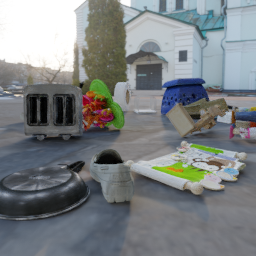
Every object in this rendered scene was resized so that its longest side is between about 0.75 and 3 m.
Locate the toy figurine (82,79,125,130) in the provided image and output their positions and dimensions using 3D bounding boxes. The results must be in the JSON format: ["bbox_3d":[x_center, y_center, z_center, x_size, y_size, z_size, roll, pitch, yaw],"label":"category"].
[{"bbox_3d":[-1.607,-0.445,9.418,2.125,1.733,2.308,-20,42,-29],"label":"toy figurine"}]

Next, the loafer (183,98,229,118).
[{"bbox_3d":[3.361,-0.926,12.675,2.378,0.802,0.904,1,-7,30],"label":"loafer"}]

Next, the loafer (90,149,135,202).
[{"bbox_3d":[-0.248,0.551,4.028,0.543,0.542,1.554,-3,8,-18],"label":"loafer"}]

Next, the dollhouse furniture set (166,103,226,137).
[{"bbox_3d":[2.186,-0.437,8.524,1.886,0.835,0.978,-10,-28,-49],"label":"dollhouse furniture set"}]

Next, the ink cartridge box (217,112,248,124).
[{"bbox_3d":[4.700,-0.357,11.158,1.420,0.499,1.747,-4,16,-27],"label":"ink cartridge box"}]

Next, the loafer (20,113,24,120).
[{"bbox_3d":[-3.508,-0.582,11.538,1.946,0.679,0.680,1,8,7],"label":"loafer"}]

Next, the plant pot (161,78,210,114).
[{"bbox_3d":[2.920,-1.643,14.556,1.971,1.772,1.971,-5,3,-19],"label":"plant pot"}]

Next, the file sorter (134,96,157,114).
[{"bbox_3d":[0.968,-1.364,16.123,1.069,0.960,1.541,-1,9,-7],"label":"file sorter"}]

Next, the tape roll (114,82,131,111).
[{"bbox_3d":[-0.292,-1.866,16.873,0.614,1.755,1.755,2,8,15],"label":"tape roll"}]

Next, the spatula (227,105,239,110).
[{"bbox_3d":[5.505,-0.726,13.073,2.479,0.255,0.701,19,10,7],"label":"spatula"}]

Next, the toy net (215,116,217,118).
[{"bbox_3d":[4.469,-0.850,14.072,1.374,0.506,2.620,1,8,7],"label":"toy net"}]

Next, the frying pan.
[{"bbox_3d":[-0.906,0.712,3.910,1.278,0.344,2.112,6,13,33],"label":"frying pan"}]

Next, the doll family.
[{"bbox_3d":[3.747,-0.298,7.817,1.593,1.156,2.566,3,9,22],"label":"doll family"}]

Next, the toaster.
[{"bbox_3d":[-2.001,-0.521,7.730,1.506,1.666,0.989,0,4,-5],"label":"toaster"}]

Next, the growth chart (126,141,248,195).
[{"bbox_3d":[1.138,0.612,4.902,1.691,0.207,2.337,8,12,39],"label":"growth chart"}]
